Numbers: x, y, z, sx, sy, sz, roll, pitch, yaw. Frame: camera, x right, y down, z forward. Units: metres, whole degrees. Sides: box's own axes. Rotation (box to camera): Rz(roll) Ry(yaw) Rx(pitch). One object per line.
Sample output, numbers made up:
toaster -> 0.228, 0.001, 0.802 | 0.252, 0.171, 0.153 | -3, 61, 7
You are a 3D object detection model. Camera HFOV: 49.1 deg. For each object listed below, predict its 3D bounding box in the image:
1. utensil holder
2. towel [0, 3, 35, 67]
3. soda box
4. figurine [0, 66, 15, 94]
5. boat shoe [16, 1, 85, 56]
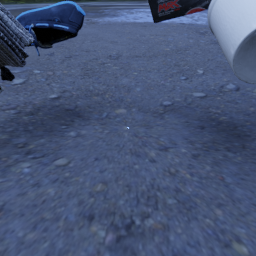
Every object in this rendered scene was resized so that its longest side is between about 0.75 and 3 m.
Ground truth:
utensil holder -> 2.934, -2.280, 6.470 | 1.746, 1.746, 2.055 | -1, 47, -1
towel -> -3.442, -2.048, 6.212 | 1.764, 2.130, 0.911 | -11, 66, 16
soda box -> 1.713, -3.563, 7.354 | 2.355, 0.833, 0.746 | -9, 54, 16
figurine -> -3.803, -1.523, 8.105 | 0.370, 0.840, 0.860 | 21, 64, 18
boat shoe -> -2.437, -2.691, 7.759 | 2.744, 0.942, 1.155 | -7, -20, 39
